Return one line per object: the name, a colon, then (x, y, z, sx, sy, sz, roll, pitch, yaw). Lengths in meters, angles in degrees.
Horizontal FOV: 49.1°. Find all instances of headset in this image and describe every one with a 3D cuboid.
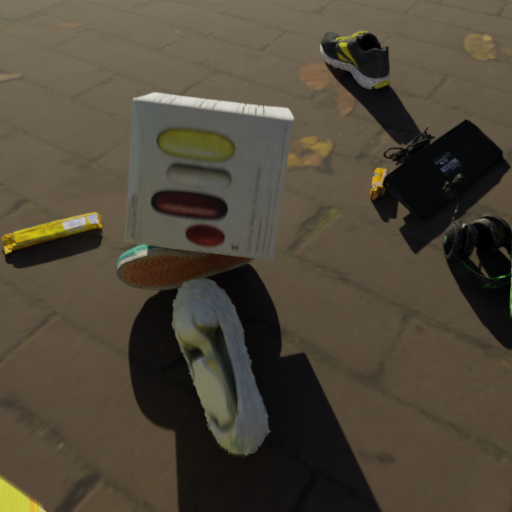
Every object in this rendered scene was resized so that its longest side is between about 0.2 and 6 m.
headset: (3.690, -0.397, 9.375, 1.200, 0.913, 1.943, -12, 59, -14)

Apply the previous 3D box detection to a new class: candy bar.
candy bar: (-3.586, -0.427, 9.909, 1.743, 0.193, 0.435, -16, 52, -16)

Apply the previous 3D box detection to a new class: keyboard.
keyboard: (3.576, -1.804, 11.183, 2.957, 0.586, 1.539, -34, 78, -30)

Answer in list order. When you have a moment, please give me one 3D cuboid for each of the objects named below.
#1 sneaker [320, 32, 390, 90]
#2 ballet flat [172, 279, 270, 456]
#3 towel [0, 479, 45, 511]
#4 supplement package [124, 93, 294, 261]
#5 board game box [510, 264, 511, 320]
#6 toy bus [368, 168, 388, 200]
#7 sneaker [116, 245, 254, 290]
sneaker: (2.510, -5.103, 13.812, 0.943, 1.072, 2.534, -23, 50, -22)
ballet flat: (-0.580, 1.297, 7.414, 0.956, 0.956, 2.663, -17, 58, -16)
towel: (-2.476, 2.329, 4.951, 0.328, 3.632, 1.563, -47, 17, -13)
supplement package: (-0.656, -1.192, 8.082, 2.092, 2.001, 1.539, 7, 19, -2)
board game box: (5.775, -0.553, 9.431, 2.815, 0.630, 5.373, 20, 49, 7)
toy bus: (2.357, -1.380, 10.802, 0.287, 0.238, 0.732, 11, 47, 9)
sneaker: (-1.179, -0.122, 9.245, 2.348, 0.838, 0.938, -12, 43, -19)
